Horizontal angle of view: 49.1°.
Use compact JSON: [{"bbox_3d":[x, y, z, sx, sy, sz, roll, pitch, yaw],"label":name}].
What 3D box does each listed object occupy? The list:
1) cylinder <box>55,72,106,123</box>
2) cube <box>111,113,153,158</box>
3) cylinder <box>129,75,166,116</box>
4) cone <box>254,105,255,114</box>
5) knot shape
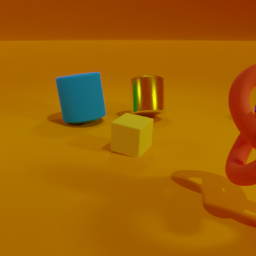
[{"bbox_3d":[-1.447,-0.966,8.701,1.362,1.362,1.362,-7,14,2],"label":"cylinder"},{"bbox_3d":[0.098,0.161,6.675,0.751,0.751,0.751,14,26,24],"label":"cube"},{"bbox_3d":[0.627,-1.000,8.986,1.117,1.117,1.117,-3,-5,0],"label":"cylinder"},{"bbox_3d":[4.303,-0.455,7.806,1.013,1.013,1.016,-8,7,-22],"label":"cone"},{"bbox_3d":[2.113,0.114,4.109,0.914,1.850,1.977,9,42,-34],"label":"knot shape"}]
